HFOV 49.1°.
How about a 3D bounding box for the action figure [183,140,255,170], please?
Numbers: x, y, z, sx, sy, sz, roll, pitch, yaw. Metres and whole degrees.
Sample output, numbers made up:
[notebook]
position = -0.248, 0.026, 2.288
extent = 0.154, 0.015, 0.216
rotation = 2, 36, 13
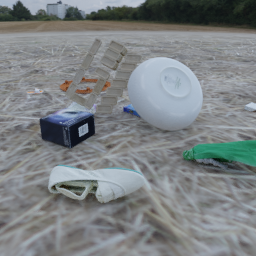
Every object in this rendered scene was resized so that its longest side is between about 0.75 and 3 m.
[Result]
[action figure]
position = 2.648, 0.739, 7.791
extent = 2.231, 0.610, 1.318
rotation = 0, 24, 17

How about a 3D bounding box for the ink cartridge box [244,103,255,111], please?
[ink cartridge box]
position = 5.450, -0.819, 11.866
extent = 0.627, 0.185, 0.784
rotation = -20, 37, -39

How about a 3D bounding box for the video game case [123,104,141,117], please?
[video game case]
position = 0.473, -0.794, 11.700
extent = 1.010, 0.230, 0.916
rotation = 21, 31, 39

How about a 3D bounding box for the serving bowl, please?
[serving bowl]
position = 1.485, -1.399, 9.960
extent = 2.875, 0.946, 2.875
rotation = 8, 65, -16

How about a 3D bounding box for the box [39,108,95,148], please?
[box]
position = -2.005, -0.053, 9.340
extent = 1.291, 0.802, 1.302
rotation = 12, 26, 28

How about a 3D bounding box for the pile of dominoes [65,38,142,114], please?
[pile of dominoes]
position = -0.916, -1.985, 11.032
extent = 2.232, 2.864, 0.456
rotation = 31, 4, 19

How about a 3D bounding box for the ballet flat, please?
[ballet flat]
position = -0.786, 1.345, 6.433
extent = 2.314, 0.804, 0.804
rotation = 2, 24, 16

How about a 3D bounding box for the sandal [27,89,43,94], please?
[sandal]
position = -4.685, -1.857, 14.093
extent = 0.795, 0.228, 0.305
rotation = -8, 25, -18

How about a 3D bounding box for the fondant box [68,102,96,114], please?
[fondant box]
position = -1.867, -0.742, 11.340
extent = 1.034, 0.301, 0.746
rotation = 7, 30, 10

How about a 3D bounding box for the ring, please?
[ring]
position = -2.299, -2.390, 15.266
extent = 2.786, 0.267, 2.786
rotation = 0, 25, 0
